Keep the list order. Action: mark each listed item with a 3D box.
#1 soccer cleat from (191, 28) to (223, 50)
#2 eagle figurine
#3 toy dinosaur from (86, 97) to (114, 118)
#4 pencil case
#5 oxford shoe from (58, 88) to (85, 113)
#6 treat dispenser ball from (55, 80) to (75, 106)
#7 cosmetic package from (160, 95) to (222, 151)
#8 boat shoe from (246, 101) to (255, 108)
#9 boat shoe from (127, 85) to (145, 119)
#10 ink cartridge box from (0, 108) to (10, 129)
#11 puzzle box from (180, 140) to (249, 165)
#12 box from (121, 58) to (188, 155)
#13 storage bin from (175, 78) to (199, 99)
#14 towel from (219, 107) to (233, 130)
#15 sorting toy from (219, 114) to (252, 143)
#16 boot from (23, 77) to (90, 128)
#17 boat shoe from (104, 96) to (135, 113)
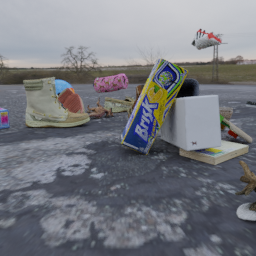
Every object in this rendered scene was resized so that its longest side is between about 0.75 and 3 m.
[{"bbox_3d":[3.265,-3.621,11.766,0.665,0.825,1.937,25,18,-25],"label":"soccer cleat"},{"bbox_3d":[2.338,1.026,4.111,1.297,0.979,0.984,28,54,-7],"label":"eagle figurine"},{"bbox_3d":[-1.287,-0.718,12.919,1.054,0.667,1.555,39,41,10],"label":"toy dinosaur"},{"bbox_3d":[-0.787,-2.064,12.955,1.658,0.686,0.717,-3,-23,27],"label":"pencil case"},{"bbox_3d":[-2.408,-0.977,13.035,1.037,1.081,2.929,-42,35,3],"label":"oxford shoe"},{"bbox_3d":[-3.658,-1.682,14.807,1.711,1.711,1.711,0,11,0],"label":"treat dispenser ball"},{"bbox_3d":[1.576,-0.208,7.706,0.893,1.272,2.508,-5,5,-7],"label":"cosmetic package"},{"bbox_3d":[7.774,-1.422,16.834,1.286,0.364,0.441,8,14,33],"label":"boat shoe"},{"bbox_3d":[0.376,-0.382,8.536,0.767,2.078,0.786,-10,49,2],"label":"boat shoe"},{"bbox_3d":[-5.624,-0.298,10.415,1.945,0.742,1.327,-13,17,-42],"label":"ink cartridge box"},{"bbox_3d":[2.254,0.583,7.316,1.598,0.203,1.063,-9,15,-39],"label":"puzzle box"},{"bbox_3d":[0.627,-0.564,7.315,0.764,2.376,0.833,23,11,-7],"label":"box"},{"bbox_3d":[2.460,-1.862,15.590,2.830,2.060,1.901,2,1,12],"label":"storage bin"},{"bbox_3d":[3.131,-0.298,9.862,0.868,0.226,1.310,3,-31,8],"label":"towel"},{"bbox_3d":[2.933,-0.106,8.596,2.675,0.364,1.506,25,17,-39],"label":"sorting toy"},{"bbox_3d":[-2.756,-1.012,10.884,2.470,1.910,0.890,-2,12,-8],"label":"boot"},{"bbox_3d":[-0.154,-1.333,15.247,2.597,0.814,0.952,-11,16,-43],"label":"boat shoe"}]
